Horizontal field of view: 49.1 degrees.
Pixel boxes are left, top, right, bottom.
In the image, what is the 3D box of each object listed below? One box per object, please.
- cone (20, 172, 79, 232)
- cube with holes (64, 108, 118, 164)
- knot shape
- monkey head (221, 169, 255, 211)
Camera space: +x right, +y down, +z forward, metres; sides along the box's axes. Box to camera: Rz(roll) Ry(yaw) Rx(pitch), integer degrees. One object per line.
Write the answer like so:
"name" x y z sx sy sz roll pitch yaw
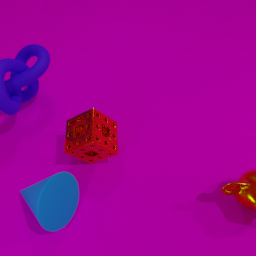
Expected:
"cone" -1.924 1.478 6.081 1.217 1.213 1.213 4 52 29
"cube with holes" -0.860 0.216 6.661 0.880 0.880 0.880 -21 56 30
"knot shape" -2.899 -1.141 7.283 0.951 1.926 2.058 35 54 -12
"monkey head" 2.913 1.225 5.934 1.773 1.276 1.068 -6 36 -31
